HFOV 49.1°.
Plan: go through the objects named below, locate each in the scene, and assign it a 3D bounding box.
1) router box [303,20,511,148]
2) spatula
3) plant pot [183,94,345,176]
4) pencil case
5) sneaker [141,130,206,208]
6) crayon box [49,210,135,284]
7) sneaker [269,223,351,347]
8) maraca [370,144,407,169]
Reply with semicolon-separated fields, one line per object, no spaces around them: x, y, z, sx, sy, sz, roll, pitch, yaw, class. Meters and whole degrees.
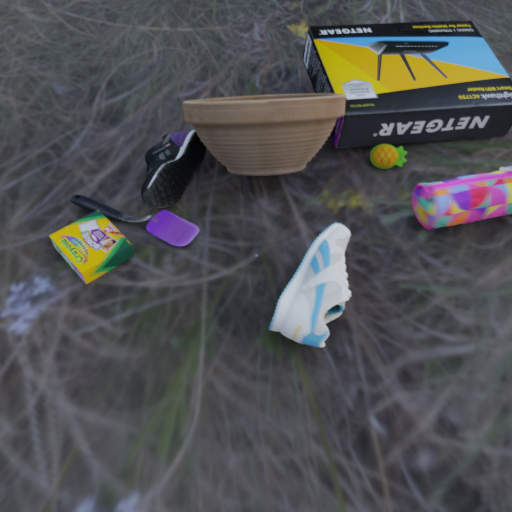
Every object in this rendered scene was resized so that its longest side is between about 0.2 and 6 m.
3.270;-3.794;12.106;3.934;1.005;2.934;-7;56;-10;router box
-2.298;-0.713;10.170;2.543;0.261;0.719;16;41;15;spatula
0.174;-2.283;10.476;2.967;1.369;2.967;-3;17;1;plant pot
3.924;-1.090;10.107;2.121;0.938;0.938;-14;50;-11;pencil case
-1.798;-1.670;10.845;0.942;0.815;2.151;5;42;22;sneaker
-2.831;-0.180;9.663;0.978;0.330;1.134;-33;56;-26;crayon box
1.057;0.442;8.836;0.929;0.880;2.300;26;56;9;sneaker
2.648;-1.991;11.220;0.722;0.495;0.386;2;5;6;maraca
